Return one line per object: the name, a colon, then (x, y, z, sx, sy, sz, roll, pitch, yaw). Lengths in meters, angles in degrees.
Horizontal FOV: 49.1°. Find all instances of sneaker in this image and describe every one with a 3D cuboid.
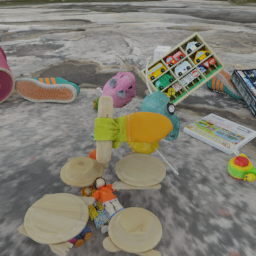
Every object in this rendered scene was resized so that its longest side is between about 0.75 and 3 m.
sneaker: (-3.079, -1.522, 10.908, 2.520, 0.899, 1.007, 9, 25, 7)
sneaker: (3.836, -1.789, 11.478, 0.784, 0.878, 2.197, -20, 56, -31)

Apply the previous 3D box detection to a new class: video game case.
video game case: (2.820, 0.126, 8.608, 1.508, 0.190, 1.658, -24, 38, -35)

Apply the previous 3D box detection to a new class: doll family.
doll family: (-0.942, 1.653, 5.477, 1.740, 0.784, 1.080, -22, 54, -26)

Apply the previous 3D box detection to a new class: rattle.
rattle: (-0.108, 0.198, 5.835, 1.427, 1.998, 1.300, -13, 60, -13)

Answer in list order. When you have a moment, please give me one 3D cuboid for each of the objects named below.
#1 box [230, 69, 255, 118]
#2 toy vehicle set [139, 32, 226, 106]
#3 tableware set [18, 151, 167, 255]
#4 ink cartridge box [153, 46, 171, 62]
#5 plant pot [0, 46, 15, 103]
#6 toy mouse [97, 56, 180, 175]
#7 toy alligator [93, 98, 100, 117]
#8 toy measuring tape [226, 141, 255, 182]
box: (5.037, -1.343, 10.239, 1.769, 0.512, 2.226, -5, 47, -9)
toy vehicle set: (1.840, -1.925, 9.447, 2.557, 0.339, 1.589, -37, 84, -13)
tableware set: (-0.466, 1.276, 5.410, 2.369, 0.329, 2.836, 6, 31, 8)
ink cartridge box: (1.847, -3.875, 15.026, 0.765, 0.778, 1.057, 9, 32, 15)
plant pot: (-5.516, -2.078, 10.506, 2.485, 2.485, 2.224, -26, 53, -37)
toy mouse: (0.166, -0.420, 6.074, 0.557, 2.558, 2.879, -34, 64, -27)
toy alligator: (-1.031, -0.835, 10.150, 0.442, 0.320, 1.333, -5, 30, -7)
toy measuring tape: (2.665, 0.815, 7.046, 0.580, 0.580, 1.576, -4, 30, -7)
